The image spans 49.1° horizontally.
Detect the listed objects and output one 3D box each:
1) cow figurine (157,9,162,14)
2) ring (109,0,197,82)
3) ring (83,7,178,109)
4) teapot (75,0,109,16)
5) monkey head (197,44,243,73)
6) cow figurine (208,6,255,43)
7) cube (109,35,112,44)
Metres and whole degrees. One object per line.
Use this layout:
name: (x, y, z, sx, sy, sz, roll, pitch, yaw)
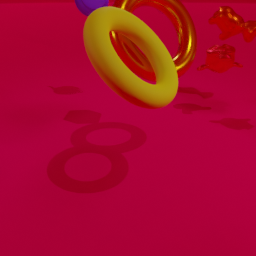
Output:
cow figurine: (1.351, -4.537, 9.609, 1.170, 1.151, 0.642, 16, 66, 41)
ring: (0.556, -1.909, 5.661, 2.026, 2.026, 0.405, -15, -1, -28)
ring: (0.107, -1.139, 4.497, 0.372, 1.860, 1.860, -35, 2, 39)
teapot: (-1.234, -4.075, 8.882, 1.085, 1.746, 0.855, -47, 17, -14)
monkey head: (2.750, -1.959, 8.260, 1.370, 0.825, 0.985, -3, 35, 7)
cow figurine: (3.539, -3.417, 9.120, 0.816, 1.486, 1.462, -49, 16, -20)
cube: (-0.510, -2.197, 7.167, 0.775, 0.775, 0.775, -16, 18, 10)
